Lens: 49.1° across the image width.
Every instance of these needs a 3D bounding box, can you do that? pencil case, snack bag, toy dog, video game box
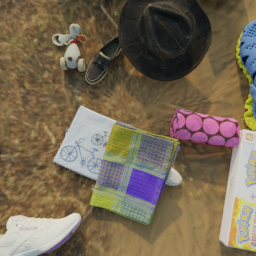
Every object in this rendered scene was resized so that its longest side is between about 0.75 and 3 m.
[{"bbox_3d":[2.001,-0.010,7.286,1.726,0.783,0.809,11,79,-1],"label":"pencil case"},{"bbox_3d":[-0.927,0.430,7.501,1.643,0.187,1.743,22,84,2],"label":"snack bag"},{"bbox_3d":[-1.540,-2.203,7.601,0.917,0.670,1.391,-19,83,-3],"label":"toy dog"},{"bbox_3d":[3.915,1.704,7.090,2.676,0.688,2.937,10,82,4],"label":"video game box"}]

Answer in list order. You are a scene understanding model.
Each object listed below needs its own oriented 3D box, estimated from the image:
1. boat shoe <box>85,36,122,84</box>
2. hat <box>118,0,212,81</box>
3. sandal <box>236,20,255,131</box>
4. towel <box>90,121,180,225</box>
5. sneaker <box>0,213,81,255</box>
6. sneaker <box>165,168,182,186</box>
[{"bbox_3d":[-0.675,-1.902,7.645,0.559,0.495,1.527,32,85,2],"label":"boat shoe"},{"bbox_3d":[0.852,-2.388,6.861,2.513,1.014,2.513,2,101,8],"label":"hat"},{"bbox_3d":[3.612,-1.439,7.205,1.187,1.301,2.987,-6,81,1],"label":"sandal"},{"bbox_3d":[0.116,1.133,6.988,1.726,0.274,2.403,20,101,6],"label":"towel"},{"bbox_3d":[-2.313,2.558,6.868,2.337,0.875,1.164,-26,83,-3],"label":"sneaker"},{"bbox_3d":[0.826,1.087,7.251,1.285,0.521,0.483,31,82,3],"label":"sneaker"}]
